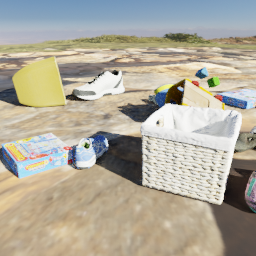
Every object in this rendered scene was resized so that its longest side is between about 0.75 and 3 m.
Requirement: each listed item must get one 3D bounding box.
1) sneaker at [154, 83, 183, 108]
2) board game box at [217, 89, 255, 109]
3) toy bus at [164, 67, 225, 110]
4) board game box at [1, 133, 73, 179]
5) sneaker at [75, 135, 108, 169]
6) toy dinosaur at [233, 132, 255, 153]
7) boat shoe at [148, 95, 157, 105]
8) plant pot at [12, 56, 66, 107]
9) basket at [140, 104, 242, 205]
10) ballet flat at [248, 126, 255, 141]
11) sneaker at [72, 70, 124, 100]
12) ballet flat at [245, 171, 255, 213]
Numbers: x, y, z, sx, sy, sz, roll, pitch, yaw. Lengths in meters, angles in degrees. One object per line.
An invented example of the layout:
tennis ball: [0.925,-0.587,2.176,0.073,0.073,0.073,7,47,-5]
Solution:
sneaker: [2.067,-0.865,10.267,2.886,1.131,0.951,-1,-24,-47]
board game box: [4.936,-1.256,11.723,1.947,0.356,1.472,-13,24,-31]
toy bus: [2.165,-0.626,8.899,2.022,2.143,1.107,-27,2,-37]
board game box: [-2.197,0.609,6.760,1.286,0.367,1.314,-15,25,-35]
sneaker: [-0.860,0.456,6.820,0.532,0.541,1.404,-2,21,16]
toy dinosaur: [2.777,0.347,7.295,1.858,0.715,0.950,24,45,36]
boat shoe: [1.170,-1.203,11.557,0.298,0.373,0.987,-3,22,-21]
plant pot: [-3.621,-1.773,11.392,1.794,1.754,1.743,-15,23,-10]
basket: [1.328,0.417,5.809,1.743,1.401,1.727,8,22,23]
ballet flat: [4.044,0.431,7.002,0.734,0.734,2.113,-18,23,-39]
sneaker: [-1.341,-1.971,12.590,1.044,1.133,2.833,19,30,38]
ballet flat: [3.348,0.965,5.053,2.560,0.911,0.885,-4,23,-11]
